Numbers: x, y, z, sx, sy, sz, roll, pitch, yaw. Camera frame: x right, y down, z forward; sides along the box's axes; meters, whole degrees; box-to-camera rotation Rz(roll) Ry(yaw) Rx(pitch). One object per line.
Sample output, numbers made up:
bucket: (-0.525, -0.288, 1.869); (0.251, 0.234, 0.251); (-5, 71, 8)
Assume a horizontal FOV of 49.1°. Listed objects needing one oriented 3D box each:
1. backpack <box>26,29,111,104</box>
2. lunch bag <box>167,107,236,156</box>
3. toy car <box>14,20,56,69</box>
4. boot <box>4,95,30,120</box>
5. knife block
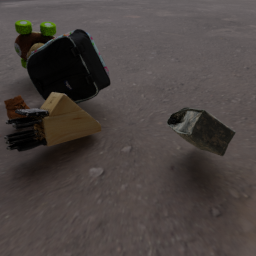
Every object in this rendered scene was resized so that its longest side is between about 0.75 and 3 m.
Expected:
backpack: (-2.108, -2.007, 9.791); (2.601, 2.309, 1.958); (-18, 21, 28)
lunch bag: (1.813, 0.045, 7.322); (1.187, 0.851, 1.447); (31, -6, -21)
toy car: (-3.756, -2.920, 11.356); (1.888, 1.966, 2.393); (1, 43, -8)
boot: (-3.292, -0.628, 9.009); (1.189, 0.920, 0.438); (-24, 8, -36)
knife block: (-2.091, 0.129, 7.761); (0.733, 2.292, 2.012); (15, 69, 48)
